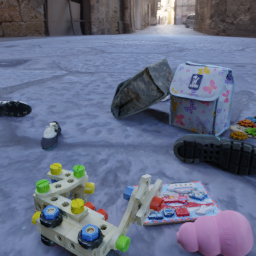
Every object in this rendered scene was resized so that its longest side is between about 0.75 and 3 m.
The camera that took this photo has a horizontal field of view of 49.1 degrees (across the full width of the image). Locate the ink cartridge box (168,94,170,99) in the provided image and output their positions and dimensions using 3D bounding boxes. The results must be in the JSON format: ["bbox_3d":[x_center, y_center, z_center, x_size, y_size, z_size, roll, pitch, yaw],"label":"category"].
[{"bbox_3d":[1.909,-2.190,14.783,0.945,0.550,1.305,5,51,12],"label":"ink cartridge box"}]

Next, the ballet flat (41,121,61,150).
[{"bbox_3d":[-2.751,0.182,9.960,0.595,0.595,1.629,0,24,0],"label":"ballet flat"}]

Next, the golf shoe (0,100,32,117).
[{"bbox_3d":[-5.127,-0.948,12.329,1.942,0.755,0.917,2,24,1],"label":"golf shoe"}]

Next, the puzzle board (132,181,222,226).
[{"bbox_3d":[1.146,1.740,6.801,1.897,0.165,1.430,-2,24,-9],"label":"puzzle board"}]

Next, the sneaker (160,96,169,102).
[{"bbox_3d":[1.467,-1.659,14.134,1.224,0.610,0.458,3,22,2],"label":"sneaker"}]

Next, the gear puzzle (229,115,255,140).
[{"bbox_3d":[4.638,-0.041,10.748,2.477,0.324,1.283,-20,30,-38],"label":"gear puzzle"}]

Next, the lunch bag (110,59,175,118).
[{"bbox_3d":[0.593,-1.567,12.020,2.706,1.591,2.219,-33,2,35],"label":"lunch bag"}]

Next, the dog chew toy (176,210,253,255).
[{"bbox_3d":[1.624,2.054,5.376,1.372,0.855,0.855,-7,23,7],"label":"dog chew toy"}]

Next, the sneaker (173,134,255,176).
[{"bbox_3d":[2.799,0.604,8.404,2.757,1.040,1.093,12,24,24],"label":"sneaker"}]

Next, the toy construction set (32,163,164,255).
[{"bbox_3d":[-0.759,1.644,5.806,2.988,1.377,1.959,1,21,32],"label":"toy construction set"}]

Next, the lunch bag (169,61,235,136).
[{"bbox_3d":[2.720,-1.153,10.598,2.105,2.483,1.578,21,30,38],"label":"lunch bag"}]
